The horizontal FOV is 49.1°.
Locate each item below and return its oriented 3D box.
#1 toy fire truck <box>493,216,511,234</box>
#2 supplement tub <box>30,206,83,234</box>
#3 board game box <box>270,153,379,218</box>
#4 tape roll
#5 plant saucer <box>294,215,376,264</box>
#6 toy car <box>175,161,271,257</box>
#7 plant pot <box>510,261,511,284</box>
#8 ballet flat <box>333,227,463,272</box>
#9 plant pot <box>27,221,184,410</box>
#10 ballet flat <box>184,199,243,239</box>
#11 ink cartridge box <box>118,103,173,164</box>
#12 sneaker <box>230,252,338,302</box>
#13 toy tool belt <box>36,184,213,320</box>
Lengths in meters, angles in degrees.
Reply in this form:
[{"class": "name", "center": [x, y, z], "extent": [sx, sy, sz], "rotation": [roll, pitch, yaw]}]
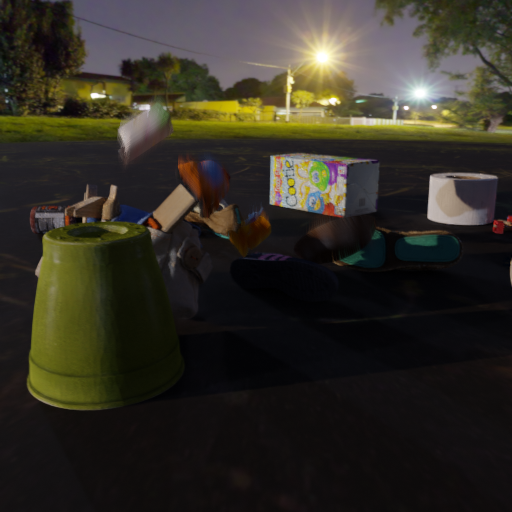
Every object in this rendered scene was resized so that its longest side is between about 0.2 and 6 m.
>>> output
[{"class": "toy fire truck", "center": [6.327, -0.798, 14.014], "extent": [0.818, 0.283, 1.160], "rotation": [4, 16, 14]}, {"class": "supplement tub", "center": [-4.716, -0.861, 13.514], "extent": [1.271, 0.680, 0.680], "rotation": [0, 15, -4]}, {"class": "board game box", "center": [1.966, -2.168, 16.665], "extent": [1.553, 1.525, 2.961], "rotation": [-14, 21, -41]}, {"class": "tape roll", "center": [5.528, -1.552, 15.064], "extent": [1.718, 1.180, 1.718], "rotation": [0, 15, 0]}, {"class": "plant saucer", "center": [1.309, -0.201, 9.026], "extent": [1.404, 0.257, 1.404], "rotation": [-16, -20, -6]}, {"class": "toy car", "center": [-0.490, -0.881, 10.746], "extent": [0.950, 1.401, 2.855], "rotation": [-36, 56, -9]}, {"class": "plant pot", "center": [4.205, 0.516, 6.685], "extent": [2.006, 1.347, 2.006], "rotation": [-17, 46, 19]}, {"class": "ballet flat", "center": [2.525, -0.072, 10.713], "extent": [2.652, 0.935, 0.866], "rotation": [7, -10, 13]}, {"class": "plant pot", "center": [-1.760, 0.535, 6.411], "extent": [1.788, 1.722, 1.788], "rotation": [-1, 15, 0]}, {"class": "ballet flat", "center": [-1.350, -1.110, 13.814], "extent": [0.925, 0.987, 2.728], "rotation": [-16, 22, -42]}, {"class": "ink cartridge box", "center": [-2.421, -2.570, 11.816], "extent": [1.291, 0.435, 0.756], "rotation": [-37, -9, -11]}, {"class": "sneaker", "center": [0.569, 0.243, 9.402], "extent": [2.007, 0.704, 0.823], "rotation": [11, 22, 33]}, {"class": "toy tool belt", "center": [-2.012, -0.266, 8.635], "extent": [1.958, 1.927, 3.135], "rotation": [8, 5, -45]}]
